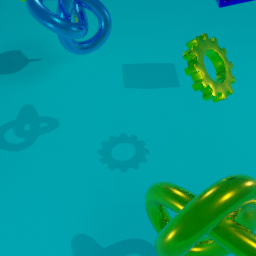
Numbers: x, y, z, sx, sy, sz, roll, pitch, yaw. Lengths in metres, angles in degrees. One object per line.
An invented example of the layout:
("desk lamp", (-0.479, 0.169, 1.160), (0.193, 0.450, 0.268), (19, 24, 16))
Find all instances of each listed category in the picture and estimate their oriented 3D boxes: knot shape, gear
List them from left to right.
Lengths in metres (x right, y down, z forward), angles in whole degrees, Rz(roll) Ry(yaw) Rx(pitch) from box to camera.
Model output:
("knot shape", (-0.896, -1.984, 4.928), (0.755, 1.529, 1.634), (2, 58, 30))
("gear", (1.431, -1.038, 4.864), (1.178, 0.218, 1.178), (12, 70, -36))
("knot shape", (0.962, 1.073, 3.175), (1.959, 1.833, 0.905), (-2, 67, 24))

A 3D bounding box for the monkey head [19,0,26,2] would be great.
("monkey head", (-2.484, -3.866, 6.922), (1.930, 1.388, 1.163), (-19, 77, -32))

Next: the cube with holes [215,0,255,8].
("cube with holes", (2.496, -3.618, 6.255), (1.130, 1.130, 1.130), (-10, 53, 7))
